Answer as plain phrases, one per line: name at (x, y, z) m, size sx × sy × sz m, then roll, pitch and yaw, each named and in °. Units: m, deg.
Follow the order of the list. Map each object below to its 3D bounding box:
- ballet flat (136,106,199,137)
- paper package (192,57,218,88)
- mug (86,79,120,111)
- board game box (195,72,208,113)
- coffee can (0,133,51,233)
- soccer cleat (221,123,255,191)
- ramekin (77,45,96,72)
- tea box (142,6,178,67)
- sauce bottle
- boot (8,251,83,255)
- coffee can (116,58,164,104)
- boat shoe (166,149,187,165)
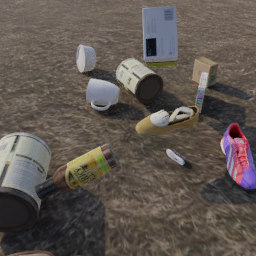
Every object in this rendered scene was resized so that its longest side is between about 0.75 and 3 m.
ballet flat at (1.399, -0.346, 9.582) m, size 2.480 × 0.782 × 0.851 m, roll -13°, pitch 51°, yaw -27°
paper package at (4.042, -2.932, 14.688) m, size 0.643 × 1.243 × 1.185 m, roll -21°, pitch 41°, yaw -25°
mug at (-1.163, -1.451, 12.930) m, size 1.367 × 1.151 × 1.559 m, roll 11°, pitch 56°, yaw 4°
board game box at (3.428, -1.679, 13.081) m, size 0.304 × 1.193 × 1.774 m, roll 11°, pitch 39°, yaw 14°
coffee can at (-3.344, 1.546, 8.333) m, size 1.763 × 1.763 × 2.409 m, roll -2°, pitch 37°, yaw -3°
soccer cleat at (3.892, 0.952, 9.762) m, size 0.932 × 1.000 × 2.733 m, roll 2°, pitch 37°, yaw 2°
ramekin at (-2.356, -3.928, 15.875) m, size 0.708 × 1.521 × 1.521 m, roll -8°, pitch 36°, yaw -28°
tea box at (1.360, -3.642, 11.502) m, size 1.329 × 1.988 × 1.956 m, roll -1°, pitch 4°, yaw 9°
sauce bottle at (-1.310, 1.161, 7.145) m, size 2.144 × 0.694 × 0.694 m, roll -29°, pitch 42°, yaw -2°
boot at (-1.806, 3.777, 6.070) m, size 2.640 × 0.927 × 1.930 m, roll -1°, pitch 35°, yaw -6°
coffee can at (0.535, -2.326, 13.651) m, size 1.512 × 1.512 × 2.066 m, roll -18°, pitch 41°, yaw -22°
boat shoe at (1.786, 1.023, 10.264) m, size 0.283 × 0.299 × 0.835 m, roll -29°, pitch 48°, yaw -32°
